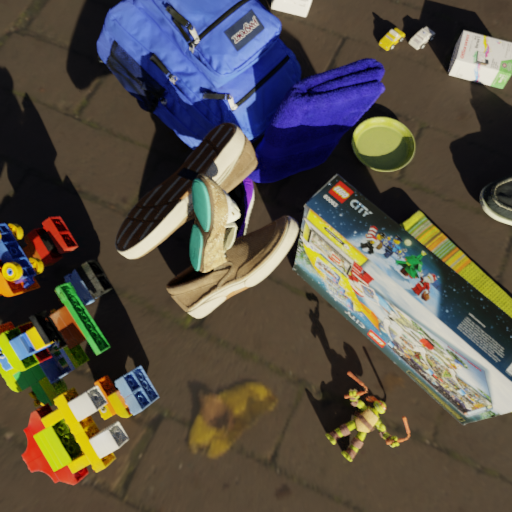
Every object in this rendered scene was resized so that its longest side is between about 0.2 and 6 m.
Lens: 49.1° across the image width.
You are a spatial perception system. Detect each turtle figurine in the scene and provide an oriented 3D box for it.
[{"bbox_3d":[1.773,2.822,9.602,1.207,0.482,1.497,-42,89,-5],"label":"turtle figurine"}]

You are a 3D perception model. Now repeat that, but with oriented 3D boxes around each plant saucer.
[{"bbox_3d":[2.651,-2.301,11.749,1.319,0.205,1.319,0,68,0],"label":"plant saucer"}]

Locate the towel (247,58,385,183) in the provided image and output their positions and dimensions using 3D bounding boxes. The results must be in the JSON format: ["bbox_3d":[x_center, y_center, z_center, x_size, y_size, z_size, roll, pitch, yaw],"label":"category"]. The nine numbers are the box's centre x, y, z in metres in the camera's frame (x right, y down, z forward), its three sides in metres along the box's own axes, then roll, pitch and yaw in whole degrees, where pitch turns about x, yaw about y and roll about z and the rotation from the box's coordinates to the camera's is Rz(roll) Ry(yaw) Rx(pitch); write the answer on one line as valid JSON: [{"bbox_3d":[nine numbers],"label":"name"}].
[{"bbox_3d":[1.041,-2.309,10.241,2.044,2.768,0.686,-27,79,-24],"label":"towel"}]

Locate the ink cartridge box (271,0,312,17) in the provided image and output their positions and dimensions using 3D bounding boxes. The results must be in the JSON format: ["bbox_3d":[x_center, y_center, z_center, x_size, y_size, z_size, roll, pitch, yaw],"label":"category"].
[{"bbox_3d":[0.929,-6.306,13.131,0.877,0.511,1.213,16,70,6],"label":"ink cartridge box"}]

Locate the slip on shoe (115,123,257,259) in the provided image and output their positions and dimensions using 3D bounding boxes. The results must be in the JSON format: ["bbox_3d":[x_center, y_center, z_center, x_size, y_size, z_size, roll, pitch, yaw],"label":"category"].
[{"bbox_3d":[-1.113,-0.945,9.346,2.837,0.860,1.079,-50,42,-8],"label":"slip on shoe"}]

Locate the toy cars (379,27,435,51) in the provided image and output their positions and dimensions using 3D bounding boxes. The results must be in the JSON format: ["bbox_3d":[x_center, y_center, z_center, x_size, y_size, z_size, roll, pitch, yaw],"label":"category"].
[{"bbox_3d":[3.453,-4.999,12.746,1.317,0.292,0.590,-3,69,-1],"label":"toy cars"}]

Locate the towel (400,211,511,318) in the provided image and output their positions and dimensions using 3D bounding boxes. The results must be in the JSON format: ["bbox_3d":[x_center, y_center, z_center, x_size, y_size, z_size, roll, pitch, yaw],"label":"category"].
[{"bbox_3d":[3.865,0.932,10.421,1.675,0.351,3.891,-40,74,-13],"label":"towel"}]

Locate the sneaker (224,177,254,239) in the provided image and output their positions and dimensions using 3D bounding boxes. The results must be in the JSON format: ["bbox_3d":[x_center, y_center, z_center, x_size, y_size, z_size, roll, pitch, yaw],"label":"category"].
[{"bbox_3d":[-0.471,-1.175,10.639,0.816,1.167,2.346,1,54,1],"label":"sneaker"}]

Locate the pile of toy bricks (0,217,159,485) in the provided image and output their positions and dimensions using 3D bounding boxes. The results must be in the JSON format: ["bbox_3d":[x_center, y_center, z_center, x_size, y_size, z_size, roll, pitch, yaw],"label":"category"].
[{"bbox_3d":[-3.692,1.523,9.515,2.168,2.437,4.393,-32,88,17],"label":"pile of toy bricks"}]

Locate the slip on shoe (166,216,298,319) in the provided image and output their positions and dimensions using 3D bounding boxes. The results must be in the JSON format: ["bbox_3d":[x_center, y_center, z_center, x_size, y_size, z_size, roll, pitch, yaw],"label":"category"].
[{"bbox_3d":[-0.457,0.094,9.706,0.813,2.684,1.020,41,32,-23],"label":"slip on shoe"}]

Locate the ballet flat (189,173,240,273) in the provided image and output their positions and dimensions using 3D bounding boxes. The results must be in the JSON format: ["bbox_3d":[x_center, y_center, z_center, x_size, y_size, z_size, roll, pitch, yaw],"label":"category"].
[{"bbox_3d":[-0.615,-0.526,8.424,0.679,2.080,0.734,-17,62,-20],"label":"ballet flat"}]

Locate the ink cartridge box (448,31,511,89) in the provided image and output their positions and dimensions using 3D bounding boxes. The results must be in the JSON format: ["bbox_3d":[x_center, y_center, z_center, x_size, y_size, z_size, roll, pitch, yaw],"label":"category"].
[{"bbox_3d":[4.994,-4.333,12.362,1.236,0.519,0.895,18,70,7],"label":"ink cartridge box"}]

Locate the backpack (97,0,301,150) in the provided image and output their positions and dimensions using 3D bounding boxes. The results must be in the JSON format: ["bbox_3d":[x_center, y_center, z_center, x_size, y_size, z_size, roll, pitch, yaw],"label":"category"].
[{"bbox_3d":[-0.885,-3.599,10.464,2.739,2.828,3.370,-46,104,-17],"label":"backpack"}]

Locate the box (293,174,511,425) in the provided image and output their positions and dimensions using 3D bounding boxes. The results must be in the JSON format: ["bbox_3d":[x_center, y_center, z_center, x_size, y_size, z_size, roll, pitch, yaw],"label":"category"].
[{"bbox_3d":[2.420,0.852,9.111,4.145,2.831,0.781,43,75,15],"label":"box"}]

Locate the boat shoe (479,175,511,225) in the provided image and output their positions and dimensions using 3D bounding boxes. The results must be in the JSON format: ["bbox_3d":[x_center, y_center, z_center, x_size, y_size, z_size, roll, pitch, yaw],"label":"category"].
[{"bbox_3d":[6.180,-1.243,10.838,3.392,1.125,1.268,6,69,2],"label":"boat shoe"}]
